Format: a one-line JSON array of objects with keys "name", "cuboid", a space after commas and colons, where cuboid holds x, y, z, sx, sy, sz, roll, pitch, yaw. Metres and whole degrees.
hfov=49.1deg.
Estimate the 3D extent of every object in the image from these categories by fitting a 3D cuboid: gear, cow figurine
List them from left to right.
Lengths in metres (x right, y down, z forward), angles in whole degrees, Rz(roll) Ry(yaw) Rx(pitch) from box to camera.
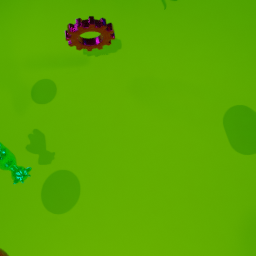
[{"name": "cow figurine", "cuboid": [-2.679, 0.804, 6.329, 0.950, 0.966, 0.530, 30, 61, 25]}, {"name": "gear", "cuboid": [-1.011, -2.493, 7.515, 1.302, 1.302, 0.241, -8, 77, -3]}]

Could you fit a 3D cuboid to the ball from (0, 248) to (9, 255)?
[{"name": "ball", "cuboid": [-2.161, 2.219, 3.960, 1.084, 1.084, 1.084, 0, 70, 0]}]
